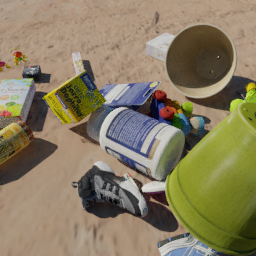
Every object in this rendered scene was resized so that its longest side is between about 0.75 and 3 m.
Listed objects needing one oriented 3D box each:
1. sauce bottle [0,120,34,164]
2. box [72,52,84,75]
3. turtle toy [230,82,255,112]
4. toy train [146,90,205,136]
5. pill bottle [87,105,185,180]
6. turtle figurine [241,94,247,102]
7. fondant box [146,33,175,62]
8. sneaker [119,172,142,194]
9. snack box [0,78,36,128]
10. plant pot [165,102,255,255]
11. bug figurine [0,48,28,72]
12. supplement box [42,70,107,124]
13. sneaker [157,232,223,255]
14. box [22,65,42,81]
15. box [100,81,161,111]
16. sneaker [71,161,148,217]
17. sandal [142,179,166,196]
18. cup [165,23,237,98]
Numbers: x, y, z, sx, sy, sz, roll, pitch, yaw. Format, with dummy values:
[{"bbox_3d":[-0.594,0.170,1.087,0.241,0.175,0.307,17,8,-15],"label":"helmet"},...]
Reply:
[{"bbox_3d":[-4.370,0.850,8.910,0.945,0.945,2.864,26,51,25],"label":"sauce bottle"},{"bbox_3d":[-2.357,-2.975,13.419,0.418,0.391,2.019,-9,43,-10],"label":"box"},{"bbox_3d":[4.922,-0.970,10.777,1.949,0.985,1.421,-10,67,-7],"label":"turtle toy"},{"bbox_3d":[1.649,-0.809,10.567,1.708,1.249,2.951,2,41,-13],"label":"toy train"},{"bbox_3d":[0.152,0.307,8.873,2.929,1.625,1.625,25,48,30],"label":"pill bottle"},{"bbox_3d":[4.583,-0.400,10.096,1.256,1.295,0.932,17,8,-15],"label":"turtle figurine"},{"bbox_3d":[2.343,-3.973,14.292,2.376,0.692,1.714,31,51,31],"label":"fondant box"},{"bbox_3d":[0.059,1.768,8.383,0.424,0.320,0.908,-34,55,-2],"label":"sneaker"},{"bbox_3d":[-4.797,-1.028,11.102,1.746,0.650,2.455,-1,43,-2],"label":"snack box"},{"bbox_3d":[2.767,0.975,6.769,2.888,2.781,2.888,15,35,-11],"label":"plant pot"},{"bbox_3d":[-3.916,-2.173,9.058,1.395,0.359,1.082,-22,8,-2],"label":"bug figurine"},{"bbox_3d":[-1.875,-0.950,9.440,1.206,1.199,2.202,-41,16,-22],"label":"supplement box"},{"bbox_3d":[1.908,2.924,6.821,2.337,0.885,0.900,-11,65,-11],"label":"sneaker"},{"bbox_3d":[-4.416,-2.508,12.898,0.719,0.411,0.790,-4,43,-6],"label":"box"},{"bbox_3d":[-0.169,-1.177,10.763,2.720,0.441,1.647,2,38,37],"label":"box"},{"bbox_3d":[-0.594,1.927,7.774,1.319,0.875,2.318,-31,45,-29],"label":"sneaker"},{"bbox_3d":[1.739,1.727,8.061,2.636,1.073,0.648,-9,84,-2],"label":"sandal"},{"bbox_3d":[3.269,-2.757,11.787,2.858,2.858,2.044,26,22,25],"label":"cup"}]
